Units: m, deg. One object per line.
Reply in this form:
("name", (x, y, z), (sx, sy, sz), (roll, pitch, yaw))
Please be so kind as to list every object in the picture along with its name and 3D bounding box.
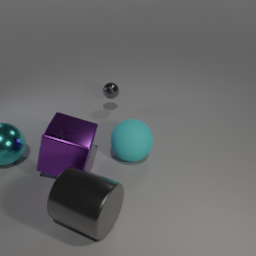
("cylinder", (-1.014, 1.816, 6.943), (1.400, 1.400, 1.400), (16, 35, 21))
("ball", (-0.723, -1.585, 11.935), (0.700, 0.700, 0.700), (0, 32, 0))
("ball", (0.126, 0.404, 9.259), (1.400, 1.400, 1.400), (0, 32, 0))
("cube", (-1.862, 0.581, 8.725), (1.400, 1.400, 1.400), (17, 32, -5))
("ball", (-4.087, 0.524, 9.157), (1.400, 1.400, 1.400), (0, 32, 0))
